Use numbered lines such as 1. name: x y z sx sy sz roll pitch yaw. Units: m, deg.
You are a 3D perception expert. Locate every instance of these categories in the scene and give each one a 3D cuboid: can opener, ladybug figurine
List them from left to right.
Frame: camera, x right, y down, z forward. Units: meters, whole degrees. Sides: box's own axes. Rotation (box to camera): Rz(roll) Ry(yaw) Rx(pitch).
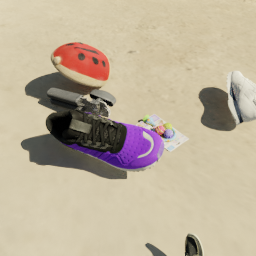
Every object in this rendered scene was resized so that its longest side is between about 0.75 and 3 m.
1. can opener: -1.321 -0.827 8.041 2.137 0.570 0.715 17 54 27
2. ladybug figurine: -1.336 -2.020 8.640 1.619 0.858 2.385 47 25 14

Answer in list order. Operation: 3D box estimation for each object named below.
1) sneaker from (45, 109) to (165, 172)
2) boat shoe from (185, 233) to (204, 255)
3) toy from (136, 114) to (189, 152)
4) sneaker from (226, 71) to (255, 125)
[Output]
1. sneaker: -0.663 0.187 6.020 2.805 1.395 0.975 10 74 29
2. boat shoe: 1.046 2.118 4.507 0.294 0.820 0.277 -1 3 31
3. toy: 0.906 0.019 7.435 0.747 0.306 1.298 -30 49 -29
4. sneaker: 3.323 -0.948 7.897 0.890 0.844 2.210 -20 36 28
